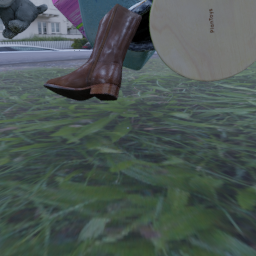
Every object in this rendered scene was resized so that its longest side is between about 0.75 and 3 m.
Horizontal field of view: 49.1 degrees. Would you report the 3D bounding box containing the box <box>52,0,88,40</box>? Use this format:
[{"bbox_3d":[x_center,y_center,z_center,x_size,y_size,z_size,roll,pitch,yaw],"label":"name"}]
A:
[{"bbox_3d":[-1.707,-4.156,9.333,1.811,0.875,1.593,35,27,-52],"label":"box"}]

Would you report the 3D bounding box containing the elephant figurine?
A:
[{"bbox_3d":[-2.692,-2.704,5.856,1.027,1.451,1.126,-12,42,32],"label":"elephant figurine"}]

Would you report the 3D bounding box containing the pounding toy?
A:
[{"bbox_3d":[0.772,-1.094,2.442,0.997,1.292,0.600,22,28,7],"label":"pounding toy"}]

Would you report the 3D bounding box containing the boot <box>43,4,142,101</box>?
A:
[{"bbox_3d":[-0.492,-1.050,3.868,1.229,1.319,0.424,8,-12,23],"label":"boot"}]

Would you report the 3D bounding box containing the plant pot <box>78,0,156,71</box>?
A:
[{"bbox_3d":[0.057,-2.720,7.237,1.989,2.026,1.984,20,47,16],"label":"plant pot"}]

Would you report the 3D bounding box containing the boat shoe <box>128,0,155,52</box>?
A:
[{"bbox_3d":[1.171,-2.138,4.852,2.864,1.013,1.300,-23,25,17],"label":"boat shoe"}]
